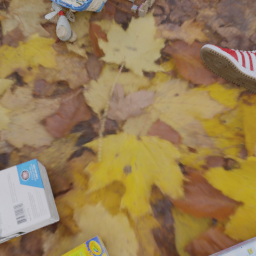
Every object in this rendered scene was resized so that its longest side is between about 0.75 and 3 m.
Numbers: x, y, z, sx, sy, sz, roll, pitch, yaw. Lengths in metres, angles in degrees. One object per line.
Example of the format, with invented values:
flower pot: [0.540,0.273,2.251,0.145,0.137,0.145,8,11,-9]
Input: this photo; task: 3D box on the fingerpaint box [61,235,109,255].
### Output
fingerpaint box: [-0.780,3.009,5.578,1.082,0.476,1.297,-27,71,-10]

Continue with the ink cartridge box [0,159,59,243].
ink cartridge box: [-2.804,1.722,5.944,2.295,0.779,1.332,-19,69,-8]

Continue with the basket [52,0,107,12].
basket: [-1.588,-4.267,7.330,2.471,2.802,1.949,35,101,14]

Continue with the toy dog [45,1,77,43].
toy dog: [-1.958,-2.928,7.985,0.611,0.837,1.269,-26,57,23]

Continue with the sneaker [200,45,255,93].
sneaker: [3.125,-1.855,7.409,2.288,0.815,1.287,30,75,4]

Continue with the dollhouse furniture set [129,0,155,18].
dollhouse furniture set: [0.211,-4.144,8.394,1.156,0.754,1.091,25,70,11]

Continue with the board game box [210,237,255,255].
board game box: [2.501,3.701,5.229,2.819,0.582,2.826,-17,69,-7]
